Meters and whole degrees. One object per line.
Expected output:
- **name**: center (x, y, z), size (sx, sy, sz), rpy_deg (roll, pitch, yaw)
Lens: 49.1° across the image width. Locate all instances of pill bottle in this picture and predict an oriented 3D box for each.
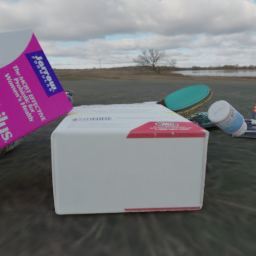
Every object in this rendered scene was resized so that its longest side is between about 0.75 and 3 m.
- **pill bottle**: center (1.992, -0.162, 5.543), size (0.848, 0.461, 0.461), rpy_deg (30, -8, -35)

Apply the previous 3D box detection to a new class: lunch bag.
- **lunch bag**: center (-3.340, -0.210, 5.757), size (2.274, 1.584, 1.907), rpy_deg (1, -1, 7)

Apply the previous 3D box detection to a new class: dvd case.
- **dvd case**: center (3.778, 0.003, 7.852), size (1.593, 0.171, 2.142), rpy_deg (3, 11, 20)

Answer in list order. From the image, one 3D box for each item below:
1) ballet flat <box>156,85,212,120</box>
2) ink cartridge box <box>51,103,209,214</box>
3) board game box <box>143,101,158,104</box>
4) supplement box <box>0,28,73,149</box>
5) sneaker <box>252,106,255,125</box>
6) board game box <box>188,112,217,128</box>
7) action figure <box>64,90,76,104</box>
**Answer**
- **ballet flat**: center (0.833, -0.297, 5.924), size (1.969, 0.643, 0.694), rpy_deg (-19, 41, 10)
- **ink cartridge box**: center (-0.062, 0.273, 4.387), size (1.799, 1.034, 2.479), rpy_deg (-1, 12, -4)
- **board game box**: center (1.413, -1.174, 13.774), size (1.020, 0.132, 1.020), rpy_deg (-6, 13, -28)
- **supplement box**: center (-2.246, -0.185, 3.506), size (1.417, 1.387, 2.742), rpy_deg (-20, 12, 34)
- **sneaker**: center (4.202, -0.498, 8.072), size (1.675, 0.708, 0.628), rpy_deg (-9, 13, -38)
- **board game box**: center (1.766, -0.212, 8.301), size (2.272, 0.320, 1.537), rpy_deg (-8, 8, -31)
- **action figure**: center (-3.666, -1.454, 13.308), size (1.844, 0.983, 2.834), rpy_deg (-3, 6, 19)
